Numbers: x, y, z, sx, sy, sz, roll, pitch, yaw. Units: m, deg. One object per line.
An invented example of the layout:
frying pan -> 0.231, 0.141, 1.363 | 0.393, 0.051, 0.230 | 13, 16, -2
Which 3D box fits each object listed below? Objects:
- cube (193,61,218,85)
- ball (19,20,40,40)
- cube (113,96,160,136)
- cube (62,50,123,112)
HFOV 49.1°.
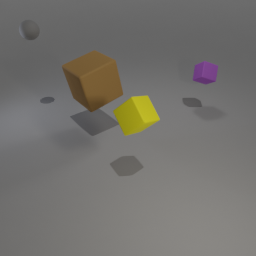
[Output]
cube -> 3.225, -2.290, 11.689 | 0.700, 0.700, 0.700 | 13, -7, -19
ball -> -3.555, -3.530, 10.102 | 0.700, 0.700, 0.700 | 0, 31, 0
cube -> 0.206, -0.310, 6.830 | 0.700, 0.700, 0.700 | -13, 74, -52
cube -> -1.217, -1.662, 9.782 | 1.400, 1.400, 1.400 | -32, 42, -21
